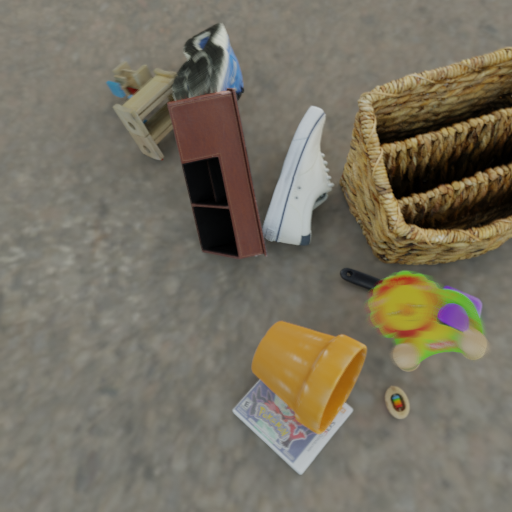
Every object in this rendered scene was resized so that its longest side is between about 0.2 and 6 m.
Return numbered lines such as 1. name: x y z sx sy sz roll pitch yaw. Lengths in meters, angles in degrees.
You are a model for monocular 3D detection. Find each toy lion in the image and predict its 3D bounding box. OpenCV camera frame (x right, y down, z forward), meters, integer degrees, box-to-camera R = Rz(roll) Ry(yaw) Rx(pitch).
1. toy lion: 2.566 0.934 8.611 1.565 0.537 1.500 -14 69 17

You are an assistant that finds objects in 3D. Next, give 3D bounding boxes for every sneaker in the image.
1. sneaker: 0.947 -1.450 10.491 1.004 1.036 2.836 19 74 0
2. sneaker: -0.726 -3.313 10.750 1.178 1.337 2.999 -21 38 21

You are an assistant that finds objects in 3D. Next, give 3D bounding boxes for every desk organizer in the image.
1. desk organizer: -0.653 -1.302 9.407 1.071 0.997 2.781 -13 109 -5

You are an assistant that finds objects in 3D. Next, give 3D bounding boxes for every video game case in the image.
1. video game case: 0.581 2.468 8.939 1.439 0.165 1.311 39 70 17

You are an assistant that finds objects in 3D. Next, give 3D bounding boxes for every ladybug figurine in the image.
1. ladybug figurine: 2.247 2.353 8.980 0.361 0.191 0.532 -9 64 -5

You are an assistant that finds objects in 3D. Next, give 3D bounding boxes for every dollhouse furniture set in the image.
1. dollhouse furniture set: -2.270 -2.909 11.171 1.740 1.219 1.226 26 66 39

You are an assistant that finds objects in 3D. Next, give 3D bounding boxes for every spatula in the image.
1. spatula: 2.675 0.683 9.758 2.524 0.259 0.713 17 65 8

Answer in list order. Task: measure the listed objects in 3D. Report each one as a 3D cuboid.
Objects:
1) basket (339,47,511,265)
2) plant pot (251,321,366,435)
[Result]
1. basket: 3.509 -1.500 9.510 3.536 2.634 2.524 -16 65 -9
2. plant pot: 0.730 1.699 8.498 1.346 1.470 1.470 27 67 23
